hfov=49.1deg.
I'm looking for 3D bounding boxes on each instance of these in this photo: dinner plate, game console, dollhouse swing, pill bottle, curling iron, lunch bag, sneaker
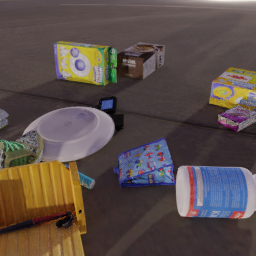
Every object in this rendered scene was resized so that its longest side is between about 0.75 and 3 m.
[{"bbox_3d":[-1.859,-0.009,8.706,2.881,0.349,2.881,-2,35,1],"label":"dinner plate"},{"bbox_3d":[-0.854,-0.558,9.926,1.423,0.291,2.413,0,30,0],"label":"game console"},{"bbox_3d":[-1.705,1.672,5.064,1.843,1.675,1.620,-8,11,-14],"label":"dollhouse swing"},{"bbox_3d":[2.040,1.356,5.947,1.907,1.070,1.070,1,31,2],"label":"pill bottle"},{"bbox_3d":[-1.771,1.871,5.453,1.467,0.187,0.364,-6,26,-9],"label":"curling iron"},{"bbox_3d":[0.349,0.947,7.144,1.472,0.692,1.108,-10,34,1],"label":"lunch bag"},{"bbox_3d":[-2.977,0.672,6.897,1.012,1.166,2.632,7,34,14],"label":"sneaker"}]

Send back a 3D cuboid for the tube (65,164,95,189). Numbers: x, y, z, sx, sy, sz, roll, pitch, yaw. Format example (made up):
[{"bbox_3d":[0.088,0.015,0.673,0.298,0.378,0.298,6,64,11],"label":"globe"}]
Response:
[{"bbox_3d":[-1.241,1.218,6.919,0.900,0.349,0.227,22,19,23],"label":"tube"}]

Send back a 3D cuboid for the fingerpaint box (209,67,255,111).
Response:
[{"bbox_3d":[4.748,-1.372,10.636,2.583,0.947,2.155,19,35,30],"label":"fingerpaint box"}]

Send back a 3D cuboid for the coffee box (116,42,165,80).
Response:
[{"bbox_3d":[0.656,-3.407,13.962,1.491,1.053,2.638,15,34,23],"label":"coffee box"}]

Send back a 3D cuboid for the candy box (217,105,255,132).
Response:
[{"bbox_3d":[3.734,-0.349,9.498,1.180,0.360,0.805,-22,36,-33],"label":"candy box"}]

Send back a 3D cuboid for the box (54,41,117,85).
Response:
[{"bbox_3d":[-1.859,-2.853,12.440,2.817,1.653,0.681,9,29,15],"label":"box"}]

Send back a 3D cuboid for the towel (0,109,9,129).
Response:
[{"bbox_3d":[-5.416,-0.117,8.887,2.117,0.596,2.473,16,34,26],"label":"towel"}]
